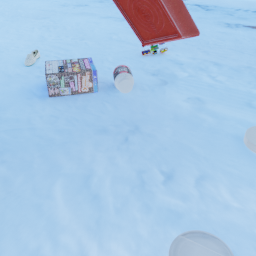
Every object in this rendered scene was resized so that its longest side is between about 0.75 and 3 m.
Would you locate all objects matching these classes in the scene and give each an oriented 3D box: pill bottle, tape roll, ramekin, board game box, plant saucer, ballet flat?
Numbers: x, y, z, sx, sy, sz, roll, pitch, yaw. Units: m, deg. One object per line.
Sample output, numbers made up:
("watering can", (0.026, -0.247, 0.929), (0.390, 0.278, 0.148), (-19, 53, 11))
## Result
("pill bottle", (-0.151, -1.687, 9.750), (0.679, 0.679, 1.226), (-4, 33, -6))
("tape roll", (3.565, 0.332, 7.054), (1.226, 0.224, 1.226), (0, 32, 0))
("ramekin", (1.072, 2.062, 4.172), (0.975, 0.454, 0.975), (0, 33, 0))
("board game box", (-1.984, -1.808, 9.801), (1.695, 0.821, 1.351), (-8, 34, -11))
("plant saucer", (0.518, -2.924, 7.049), (0.380, 2.067, 2.071), (-51, 30, -18))
("ballet flat", (-4.178, -3.087, 12.153), (0.453, 0.453, 1.304), (3, 33, 5))

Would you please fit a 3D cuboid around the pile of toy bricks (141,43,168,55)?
("pile of toy bricks", (1.188, -3.708, 13.091), (1.223, 0.678, 0.604), (-14, -5, -2))
